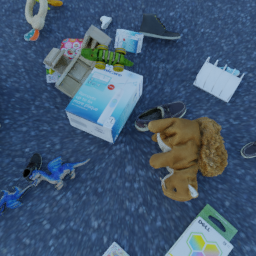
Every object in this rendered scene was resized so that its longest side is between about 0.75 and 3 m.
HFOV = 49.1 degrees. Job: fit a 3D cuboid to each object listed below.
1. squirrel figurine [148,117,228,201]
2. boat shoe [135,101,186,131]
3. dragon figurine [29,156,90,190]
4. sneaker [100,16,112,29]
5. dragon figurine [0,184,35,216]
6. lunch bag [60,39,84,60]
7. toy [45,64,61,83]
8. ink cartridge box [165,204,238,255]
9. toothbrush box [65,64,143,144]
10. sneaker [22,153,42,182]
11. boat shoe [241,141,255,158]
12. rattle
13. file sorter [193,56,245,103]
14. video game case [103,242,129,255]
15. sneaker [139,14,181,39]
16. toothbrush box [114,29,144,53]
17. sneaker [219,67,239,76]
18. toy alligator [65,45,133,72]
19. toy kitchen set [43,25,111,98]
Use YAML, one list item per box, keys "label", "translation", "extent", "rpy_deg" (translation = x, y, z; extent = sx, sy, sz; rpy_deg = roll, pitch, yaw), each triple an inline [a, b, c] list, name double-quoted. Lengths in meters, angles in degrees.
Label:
- label: "squirrel figurine"
  translation: [2.126, 1.074, 9.503]
  extent: [2.804, 1.984, 2.617]
  rpy_deg: [-9, 73, -1]
- label: "boat shoe"
  translation: [1.299, -0.535, 10.824]
  extent: [2.190, 0.710, 0.788]
  rpy_deg: [-19, 67, -9]
- label: "dragon figurine"
  translation: [-2.441, 1.435, 9.978]
  extent: [2.150, 0.633, 1.069]
  rpy_deg: [-40, 72, -15]
- label: "sneaker"
  translation: [-1.142, -4.926, 13.069]
  extent: [0.456, 0.291, 0.789]
  rpy_deg: [24, 58, 12]
- label: "dragon figurine"
  translation: [-3.896, 2.475, 9.592]
  extent: [1.639, 0.482, 0.815]
  rpy_deg: [-14, 66, -6]
- label: "lunch bag"
  translation: [-2.209, -3.226, 12.110]
  extent: [1.427, 0.585, 1.257]
  rpy_deg: [2, 66, 1]
- label: "toy"
  translation: [-2.618, -2.379, 11.753]
  extent: [1.583, 0.374, 0.912]
  rpy_deg: [-5, 93, -15]
- label: "ink cartridge box"
  translation: [2.352, 3.743, 8.863]
  extent: [1.333, 0.761, 2.567]
  rpy_deg: [41, 72, 16]
- label: "toothbrush box"
  translation: [-0.822, -1.046, 10.719]
  extent: [1.935, 1.128, 2.644]
  rpy_deg: [23, 62, 13]
- label: "sneaker"
  translation: [-3.417, 1.352, 10.043]
  extent: [0.409, 0.581, 1.094]
  rpy_deg: [6, 66, 3]
- label: "boat shoe"
  translation: [4.929, 0.660, 10.405]
  extent: [1.515, 0.491, 0.545]
  rpy_deg: [-18, 67, -8]
- label: "rattle"
  translation: [-3.917, -4.985, 13.065]
  extent: [1.472, 1.615, 2.261]
  rpy_deg: [-8, 87, 20]
- label: "file sorter"
  translation: [3.615, -1.978, 11.180]
  extent: [1.594, 0.992, 1.106]
  rpy_deg: [31, 87, 14]
- label: "video game case"
  translation: [-0.431, 4.428, 8.901]
  extent: [1.030, 0.130, 1.132]
  rpy_deg: [39, 71, 16]
- label: "sneaker"
  translation: [1.468, -4.477, 12.354]
  extent: [1.847, 0.691, 0.981]
  rpy_deg: [8, 109, 0]
- label: "toothbrush box"
  translation: [0.033, -3.707, 11.927]
  extent: [1.084, 0.794, 0.462]
  rpy_deg: [22, 26, 21]
- label: "sneaker"
  translation: [4.248, -2.387, 11.832]
  extent: [0.997, 0.409, 0.369]
  rpy_deg: [-1, 67, 0]
- label: "toy alligator"
  translation: [-0.983, -2.504, 9.773]
  extent: [2.449, 0.588, 0.812]
  rpy_deg: [6, 82, -7]
- label: "toy kitchen set"
  translation: [-2.135, -2.694, 10.638]
  extent: [1.789, 1.978, 2.193]
  rpy_deg: [33, 72, -11]
